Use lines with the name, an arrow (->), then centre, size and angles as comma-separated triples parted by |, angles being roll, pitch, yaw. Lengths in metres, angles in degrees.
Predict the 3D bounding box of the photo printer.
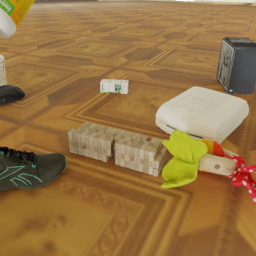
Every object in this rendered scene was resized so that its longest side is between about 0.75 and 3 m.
photo printer -> 1.994, -0.333, 7.679 | 1.873, 0.782, 2.252 | 23, 37, 33

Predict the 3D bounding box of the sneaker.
sneaker -> -2.282, 0.801, 5.638 | 2.126, 0.843, 0.802 | -13, 30, -25

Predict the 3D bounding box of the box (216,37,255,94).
box -> 4.045, -2.307, 10.298 | 1.032, 1.674, 1.661 | 2, 30, 3

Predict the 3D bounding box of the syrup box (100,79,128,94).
syrup box -> -0.483, -1.511, 10.179 | 0.986, 0.388, 0.401 | 4, 30, 5

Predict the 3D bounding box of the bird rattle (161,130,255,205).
bird rattle -> 1.782, 0.593, 5.796 | 2.239, 1.261, 1.825 | 4, 13, 1

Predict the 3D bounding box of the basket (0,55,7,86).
basket -> -5.451, -1.982, 10.227 | 1.450, 1.166, 1.437 | 9, 31, 16

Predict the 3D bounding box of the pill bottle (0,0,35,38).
pill bottle -> -3.151, -3.057, 6.816 | 1.287, 1.287, 2.318 | 15, 72, 25

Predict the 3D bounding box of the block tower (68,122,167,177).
block tower -> -0.265, 0.434, 6.506 | 2.250, 0.608, 0.650 | 12, 31, 20

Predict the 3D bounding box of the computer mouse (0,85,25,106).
computer mouse -> -4.308, -1.045, 9.243 | 1.306, 0.497, 1.885 | 21, 35, 34
